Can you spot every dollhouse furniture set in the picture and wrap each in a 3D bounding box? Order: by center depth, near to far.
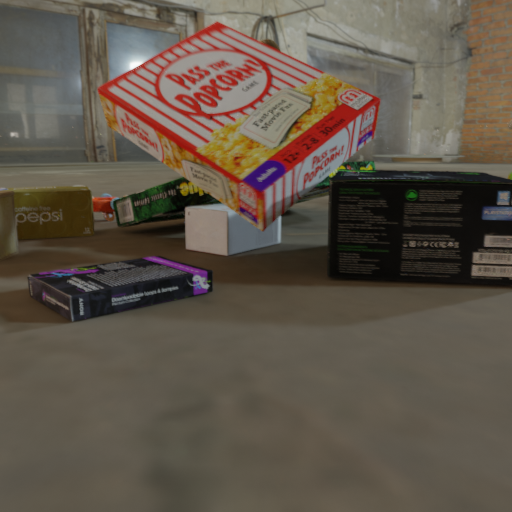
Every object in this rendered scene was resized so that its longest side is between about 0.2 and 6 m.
[{"bbox_3d":[-4.381,-0.458,8.275,1.445,0.960,1.267,1,12,4],"label":"dollhouse furniture set"}]

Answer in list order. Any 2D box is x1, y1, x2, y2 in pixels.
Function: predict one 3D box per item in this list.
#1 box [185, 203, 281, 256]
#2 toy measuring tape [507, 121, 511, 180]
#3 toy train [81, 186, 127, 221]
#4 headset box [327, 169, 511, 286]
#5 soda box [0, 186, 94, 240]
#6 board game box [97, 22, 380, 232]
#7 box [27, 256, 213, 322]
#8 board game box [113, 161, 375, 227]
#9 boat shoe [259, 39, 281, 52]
[{"bbox_3d":[-0.347,-0.480,9.039,0.881,0.691,1.417,9,13,36],"label":"box"},{"bbox_3d":[3.873,-1.317,8.142,0.625,1.700,0.625,-7,-21,-3],"label":"toy measuring tape"},{"bbox_3d":[-3.929,-1.097,12.391,1.739,0.644,2.315,-8,17,-39],"label":"toy train"},{"bbox_3d":[2.242,-0.528,7.868,2.358,1.257,2.709,3,11,11],"label":"headset box"},{"bbox_3d":[-4.261,-0.766,9.987,2.580,0.874,0.826,-4,12,-21],"label":"soda box"},{"bbox_3d":[-0.274,-2.007,7.942,3.176,0.735,2.406,35,60,26],"label":"board game box"},{"bbox_3d":[-1.491,0.312,6.213,1.668,0.301,1.192,-8,13,-39],"label":"box"},{"bbox_3d":[0.055,-1.356,11.664,2.824,0.632,5.390,-8,3,40],"label":"board game box"},{"bbox_3d":[-0.453,-2.920,9.908,0.733,2.257,0.814,17,-25,52],"label":"boat shoe"}]
